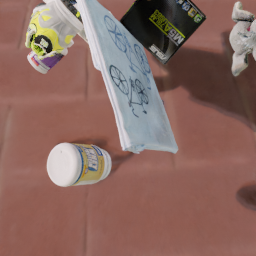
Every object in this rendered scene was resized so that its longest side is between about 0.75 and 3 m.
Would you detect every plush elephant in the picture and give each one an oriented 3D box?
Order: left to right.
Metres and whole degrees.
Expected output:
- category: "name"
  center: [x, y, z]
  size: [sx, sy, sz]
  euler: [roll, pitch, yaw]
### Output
- category: "plush elephant"
  center: [3.018, -1.976, 6.155]
  size: [2.136, 1.760, 1.654]
  euler: [-2, 22, -8]

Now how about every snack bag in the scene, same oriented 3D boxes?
- category: "snack bag"
  center: [0.106, -0.804, 5.202]
  size: [0.301, 2.652, 2.813]
  euler: [-23, 76, 20]

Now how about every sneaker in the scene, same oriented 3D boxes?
- category: "sneaker"
  center: [-1.723, -1.939, 5.726]
  size: [0.961, 2.549, 0.974]
  euler: [44, 79, -22]

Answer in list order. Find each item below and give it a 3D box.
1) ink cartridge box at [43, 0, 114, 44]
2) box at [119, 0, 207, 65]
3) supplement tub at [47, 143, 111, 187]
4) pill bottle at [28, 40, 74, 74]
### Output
- category: "ink cartridge box"
  center: [-0.953, -2.731, 7.326]
  size: [0.884, 1.538, 2.627]
  euler: [-46, 71, 7]
- category: "box"
  center: [0.912, -2.896, 7.535]
  size: [1.748, 1.688, 0.415]
  euler: [37, 18, -21]
- category: "supplement tub"
  center: [-0.834, 0.648, 4.990]
  size: [0.726, 1.004, 0.726]
  euler: [-4, 82, 32]
- category: "pill bottle"
  center: [-2.104, -2.126, 7.716]
  size: [1.212, 0.675, 0.675]
  euler: [-38, 64, 12]
